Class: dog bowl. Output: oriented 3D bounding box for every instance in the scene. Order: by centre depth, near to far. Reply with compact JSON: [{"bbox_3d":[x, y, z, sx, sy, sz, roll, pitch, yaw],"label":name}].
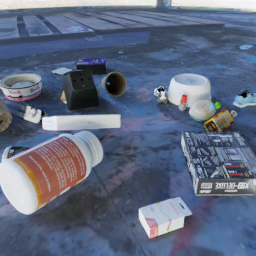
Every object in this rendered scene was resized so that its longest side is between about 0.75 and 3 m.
[{"bbox_3d":[-5.483,-2.115,14.509,2.108,0.777,2.108,-1,30,0],"label":"dog bowl"}]

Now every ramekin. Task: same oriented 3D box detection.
[{"bbox_3d":[3.065,-1.944,13.956,2.202,1.025,2.202,-1,30,0],"label":"ramekin"}]

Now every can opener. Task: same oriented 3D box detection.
[{"bbox_3d":[-4.615,-0.724,12.509,2.252,0.593,0.748,17,-1,24],"label":"can opener"}]

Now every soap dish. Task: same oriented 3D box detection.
[{"bbox_3d":[-2.361,-1.686,13.899,1.256,0.648,1.597,16,34,26],"label":"soap dish"}]

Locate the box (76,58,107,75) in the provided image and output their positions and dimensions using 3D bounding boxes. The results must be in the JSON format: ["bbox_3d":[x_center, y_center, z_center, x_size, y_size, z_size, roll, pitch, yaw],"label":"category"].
[{"bbox_3d":[-2.279,-3.858,17.540,1.830,0.722,1.292,-3,28,-5],"label":"box"}]

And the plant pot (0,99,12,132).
[{"bbox_3d":[-5.580,-0.593,11.360,1.426,1.643,1.643,32,40,18],"label":"plant pot"}]

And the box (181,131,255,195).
[{"bbox_3d":[3.029,1.041,9.247,2.121,0.669,2.690,0,31,-1],"label":"box"}]

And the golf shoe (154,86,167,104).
[{"bbox_3d":[1.671,-1.816,14.051,0.608,0.739,1.563,-5,30,-7],"label":"golf shoe"}]

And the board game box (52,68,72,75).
[{"bbox_3d":[-4.138,-3.554,17.587,0.913,0.118,0.913,18,34,28],"label":"board game box"}]

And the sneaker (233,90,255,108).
[{"bbox_3d":[5.833,-1.489,13.485,1.614,0.726,0.632,-16,34,-25],"label":"sneaker"}]

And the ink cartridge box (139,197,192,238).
[{"bbox_3d":[0.981,2.319,7.350,1.223,0.413,0.712,-12,32,-17],"label":"ink cartridge box"}]

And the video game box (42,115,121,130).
[{"bbox_3d":[-1.737,-0.210,10.224,2.294,0.537,2.090,-3,0,-28],"label":"video game box"}]

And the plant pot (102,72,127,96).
[{"bbox_3d":[-0.843,-2.315,14.600,1.239,1.239,1.075,-16,19,-25],"label":"plant pot"}]

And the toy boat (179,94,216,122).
[{"bbox_3d":[3.046,-0.869,12.552,1.691,0.786,1.421,32,47,30],"label":"toy boat"}]

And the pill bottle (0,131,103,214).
[{"bbox_3d":[-2.100,1.114,8.188,1.570,1.570,2.799,22,34,33],"label":"pill bottle"}]

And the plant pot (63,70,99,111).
[{"bbox_3d":[-2.154,-1.845,12.925,1.495,1.329,1.498,-10,68,-16],"label":"plant pot"}]

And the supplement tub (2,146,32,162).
[{"bbox_3d":[-3.339,1.011,9.188,1.293,0.792,0.792,2,31,4],"label":"supplement tub"}]

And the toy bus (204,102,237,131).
[{"bbox_3d":[3.710,-0.238,11.396,1.380,0.713,1.302,23,57,-22],"label":"toy bus"}]
